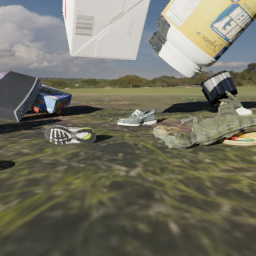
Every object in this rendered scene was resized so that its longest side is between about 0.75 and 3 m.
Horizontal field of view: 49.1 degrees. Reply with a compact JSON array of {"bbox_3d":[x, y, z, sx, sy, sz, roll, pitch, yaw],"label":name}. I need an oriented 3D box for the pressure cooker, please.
[{"bbox_3d":[5.120,-2.049,15.511,1.645,1.870,1.671,-24,-7,-12],"label":"pressure cooker"}]

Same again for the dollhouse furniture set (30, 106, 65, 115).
[{"bbox_3d":[-3.234,-0.812,11.616,1.454,0.591,0.782,26,16,26],"label":"dollhouse furniture set"}]

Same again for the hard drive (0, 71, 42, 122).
[{"bbox_3d":[-3.830,-1.143,9.358,1.346,0.422,1.996,15,46,-2],"label":"hard drive"}]

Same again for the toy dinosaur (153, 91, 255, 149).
[{"bbox_3d":[1.869,-0.172,5.492,2.902,0.689,1.279,-16,20,-2],"label":"toy dinosaur"}]

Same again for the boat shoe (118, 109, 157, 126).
[{"bbox_3d":[0.273,-0.318,8.189,1.453,0.449,0.529,-7,11,-41],"label":"boat shoe"}]

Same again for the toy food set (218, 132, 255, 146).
[{"bbox_3d":[2.226,0.177,5.651,0.890,0.219,0.900,-4,10,-24],"label":"toy food set"}]

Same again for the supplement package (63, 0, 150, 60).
[{"bbox_3d":[-0.721,-3.158,7.086,1.647,1.668,2.751,-1,43,-17],"label":"supplement package"}]

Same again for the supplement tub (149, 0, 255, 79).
[{"bbox_3d":[2.111,-2.998,7.595,2.067,2.858,2.067,31,28,-18],"label":"supplement tub"}]

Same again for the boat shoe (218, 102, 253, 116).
[{"bbox_3d":[3.985,-0.710,10.530,0.588,0.538,1.574,-4,9,-24],"label":"boat shoe"}]

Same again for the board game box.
[{"bbox_3d":[-3.875,-1.436,10.856,2.937,0.506,1.988,19,14,2],"label":"board game box"}]

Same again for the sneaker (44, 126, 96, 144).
[{"bbox_3d":[-1.156,0.147,5.618,1.004,0.371,0.406,6,0,-11],"label":"sneaker"}]
